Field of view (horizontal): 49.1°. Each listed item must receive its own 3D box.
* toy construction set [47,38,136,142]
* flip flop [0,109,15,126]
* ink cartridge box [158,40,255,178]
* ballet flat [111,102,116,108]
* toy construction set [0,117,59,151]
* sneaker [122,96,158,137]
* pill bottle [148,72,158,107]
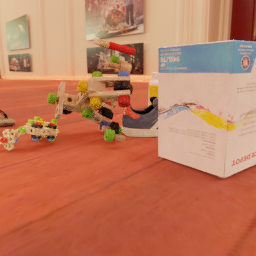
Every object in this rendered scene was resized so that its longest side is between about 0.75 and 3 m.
[{"bbox_3d":[-1.040,-1.133,7.650,2.020,2.629,2.192,13,-1,-17],"label":"toy construction set"},{"bbox_3d":[-4.616,-0.421,9.830,1.869,0.538,0.758,11,17,39],"label":"flip flop"},{"bbox_3d":[1.844,-0.498,5.924,1.777,2.422,1.768,-10,15,-38],"label":"ink cartridge box"},{"bbox_3d":[-1.029,-1.229,13.701,1.083,0.392,0.367,12,17,43],"label":"ballet flat"},{"bbox_3d":[-2.437,0.073,7.179,1.072,0.753,1.635,11,18,25],"label":"toy construction set"},{"bbox_3d":[1.143,-0.361,8.271,2.660,1.124,0.997,-1,13,-7],"label":"sneaker"},{"bbox_3d":[1.409,-1.689,12.792,0.937,1.684,0.937,0,13,0],"label":"pill bottle"}]
